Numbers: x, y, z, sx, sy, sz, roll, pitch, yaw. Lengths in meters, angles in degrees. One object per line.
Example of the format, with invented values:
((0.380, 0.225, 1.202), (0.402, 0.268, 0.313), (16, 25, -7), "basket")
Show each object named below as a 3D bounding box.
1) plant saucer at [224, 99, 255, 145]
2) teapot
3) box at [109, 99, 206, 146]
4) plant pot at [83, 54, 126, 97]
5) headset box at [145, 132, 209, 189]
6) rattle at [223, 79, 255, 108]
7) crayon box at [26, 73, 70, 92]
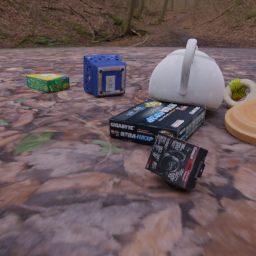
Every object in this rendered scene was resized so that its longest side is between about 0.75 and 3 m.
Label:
((4.463, -0.288, 8.388), (2.964, 0.478, 2.964), (-5, 27, 3), "plant saucer")
((2.192, -1.941, 10.227), (2.940, 2.175, 2.978), (6, 7, -32), "teapot")
((0.987, -0.217, 8.625), (2.109, 0.610, 2.653), (11, 23, 28), "box")
((-1.042, -2.426, 13.237), (1.806, 1.806, 1.623), (-8, 29, -22), "plant pot")
((0.998, 0.652, 5.593), (1.127, 0.838, 0.435), (20, 1, 41), "headset box")
((4.791, -0.921, 11.070), (1.351, 1.483, 2.076), (-39, 49, -10), "rattle")
((-4.224, -2.421, 14.736), (2.166, 0.631, 1.287), (17, 26, 40), "crayon box")
